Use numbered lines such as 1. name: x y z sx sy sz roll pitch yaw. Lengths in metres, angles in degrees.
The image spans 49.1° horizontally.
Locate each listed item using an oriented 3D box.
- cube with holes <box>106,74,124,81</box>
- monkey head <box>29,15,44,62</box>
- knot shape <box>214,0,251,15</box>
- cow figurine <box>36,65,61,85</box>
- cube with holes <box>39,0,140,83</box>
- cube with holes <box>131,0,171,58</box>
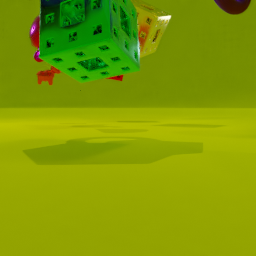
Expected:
1. cube with holes: -0.786 -2.723 11.846 1.133 1.133 1.133 8 17 -16
2. monkey head: -2.557 -3.088 9.333 1.411 1.962 1.182 21 8 -41
3. knot shape: 2.430 -3.441 5.767 0.876 1.773 1.895 30 49 21
4. cow figurine: -2.982 -2.070 10.505 0.910 0.895 0.499 1 27 -13
5. cube with holes: -0.591 -1.609 4.665 1.200 1.200 1.200 -8 -13 21
6. cube with holes: 0.392 -3.449 9.575 1.377 1.377 1.377 32 33 12
